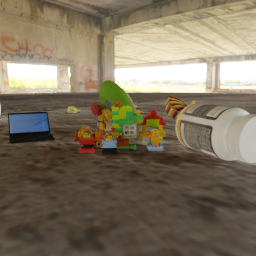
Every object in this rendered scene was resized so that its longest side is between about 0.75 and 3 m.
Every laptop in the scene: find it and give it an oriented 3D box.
[{"bbox_3d":[-3.038,-0.054,8.727,1.273,0.742,1.437,-5,10,-23],"label":"laptop"}]

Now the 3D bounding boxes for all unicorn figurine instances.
[{"bbox_3d":[-0.193,-1.091,13.173,1.214,0.653,1.767,16,-26,-31],"label":"unicorn figurine"}]

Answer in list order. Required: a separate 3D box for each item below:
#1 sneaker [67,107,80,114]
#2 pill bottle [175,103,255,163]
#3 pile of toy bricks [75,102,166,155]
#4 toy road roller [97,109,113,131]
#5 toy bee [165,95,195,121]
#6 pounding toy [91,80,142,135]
[{"bbox_3d":[-3.081,-1.012,15.744,0.941,0.360,0.355,6,10,31],"label":"sneaker"},{"bbox_3d":[2.125,0.083,6.470,1.202,1.202,2.066,-4,11,-24],"label":"pill bottle"},{"bbox_3d":[-0.162,-0.077,7.320,2.492,1.230,1.382,-1,9,-5],"label":"pile of toy bricks"},{"bbox_3d":[-0.754,-0.320,10.287,0.634,0.753,1.031,-4,10,-21],"label":"toy road roller"},{"bbox_3d":[2.010,-0.253,8.885,2.078,1.360,1.130,16,40,25],"label":"toy bee"},{"bbox_3d":[-0.448,-0.451,8.841,0.916,1.974,1.524,-40,13,-19],"label":"pounding toy"}]
